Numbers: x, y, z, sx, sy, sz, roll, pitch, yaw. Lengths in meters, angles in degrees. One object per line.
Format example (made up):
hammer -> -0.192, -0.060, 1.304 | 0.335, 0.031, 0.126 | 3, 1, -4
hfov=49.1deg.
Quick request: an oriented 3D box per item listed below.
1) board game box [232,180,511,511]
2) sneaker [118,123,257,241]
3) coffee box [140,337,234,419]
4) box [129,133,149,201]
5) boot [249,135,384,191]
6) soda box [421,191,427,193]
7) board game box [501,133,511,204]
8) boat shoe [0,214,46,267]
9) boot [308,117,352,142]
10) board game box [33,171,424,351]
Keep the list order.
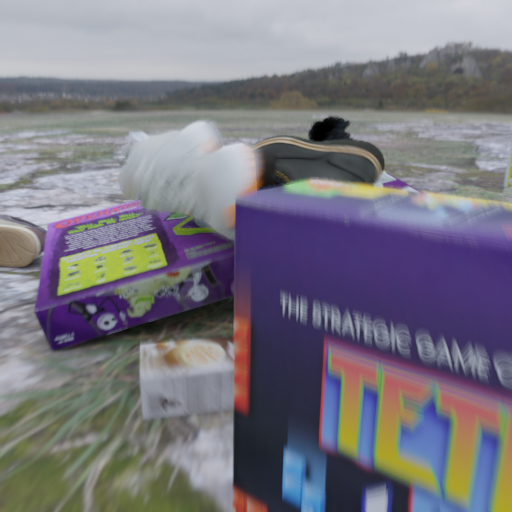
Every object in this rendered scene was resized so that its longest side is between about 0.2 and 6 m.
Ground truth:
board game box -> 1.197, 1.010, 2.549 | 2.884, 2.384, 0.818 | 13, 21, 36
sneaker -> -0.885, -0.808, 6.663 | 1.375, 1.132, 2.989 | -12, 23, -16
coffee box -> -0.508, 1.124, 5.306 | 1.143, 0.456, 0.654 | -4, 20, -11
box -> -2.076, -1.533, 11.094 | 0.359, 1.358, 1.742 | -11, 32, -32
boot -> 0.356, -0.819, 6.853 | 2.080, 0.806, 1.439 | -2, 38, 33
soda box -> 1.909, -0.444, 9.332 | 0.891, 0.943, 2.785 | 13, 23, 35
board game box -> 6.603, -1.674, 11.121 | 0.473, 2.187, 3.250 | -12, 21, -34
boat shoe -> -4.512, -0.337, 9.301 | 2.391, 0.860, 0.775 | 8, 13, 16
boot -> 1.398, -1.413, 10.162 | 0.755, 1.673, 2.041 | -3, 43, 26
board game box -> -0.457, -0.368, 7.690 | 4.777, 0.771, 2.867 | -16, 31, -9
